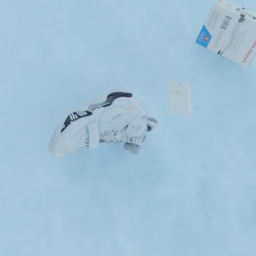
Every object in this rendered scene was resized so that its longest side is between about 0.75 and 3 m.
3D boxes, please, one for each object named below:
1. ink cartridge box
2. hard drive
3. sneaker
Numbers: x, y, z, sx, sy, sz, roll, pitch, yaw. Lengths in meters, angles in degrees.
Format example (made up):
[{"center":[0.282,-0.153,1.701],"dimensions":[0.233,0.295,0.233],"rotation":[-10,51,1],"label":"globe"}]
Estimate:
[{"center":[3.383,-3.051,8.991],"dimensions":[1.917,1.399,0.808],"rotation":[30,48,9],"label":"ink cartridge box"},{"center":[1.402,-0.776,7.597],"dimensions":[0.624,0.946,0.124],"rotation":[17,43,33],"label":"hard drive"},{"center":[-0.555,0.119,7.445],"dimensions":[1.671,1.093,2.908],"rotation":[41,60,21],"label":"sneaker"}]
